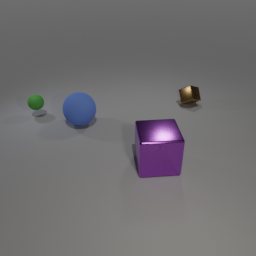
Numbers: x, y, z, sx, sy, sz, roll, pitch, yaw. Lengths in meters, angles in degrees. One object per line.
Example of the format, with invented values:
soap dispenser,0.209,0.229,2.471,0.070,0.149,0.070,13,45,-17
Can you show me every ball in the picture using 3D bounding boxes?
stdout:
ball,-4.072,-1.136,12.378,0.700,0.700,0.700,0,31,0
ball,-2.041,-0.805,11.809,1.400,1.400,1.400,0,31,0

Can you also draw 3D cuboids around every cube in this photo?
cube,2.971,-1.573,13.455,0.700,0.700,0.700,1,-13,-43
cube,0.994,0.651,9.398,1.400,1.400,1.400,-3,32,-4
